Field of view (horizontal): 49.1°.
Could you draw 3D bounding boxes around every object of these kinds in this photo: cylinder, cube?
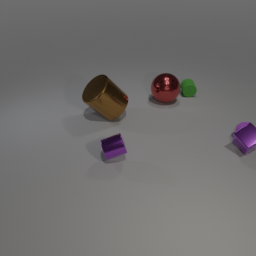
[{"bbox_3d":[-0.934,-1.252,11.603,1.400,1.400,1.400,-25,46,29],"label":"cylinder"},{"bbox_3d":[-0.461,0.608,9.202,0.700,0.700,0.700,-20,32,1],"label":"cylinder"},{"bbox_3d":[4.119,0.372,9.630,0.700,0.700,0.700,-34,62,-2],"label":"cube"},{"bbox_3d":[3.031,-2.013,14.050,0.700,0.700,0.700,0,36,-1],"label":"cylinder"}]

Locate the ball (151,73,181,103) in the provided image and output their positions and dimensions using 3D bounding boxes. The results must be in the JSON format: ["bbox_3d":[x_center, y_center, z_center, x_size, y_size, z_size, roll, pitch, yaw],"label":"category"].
[{"bbox_3d":[1.770,-1.884,13.198,1.400,1.400,1.400,0,31,0],"label":"ball"}]

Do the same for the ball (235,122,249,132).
[{"bbox_3d":[4.395,0.116,10.475,0.700,0.700,0.700,0,31,0],"label":"ball"}]
